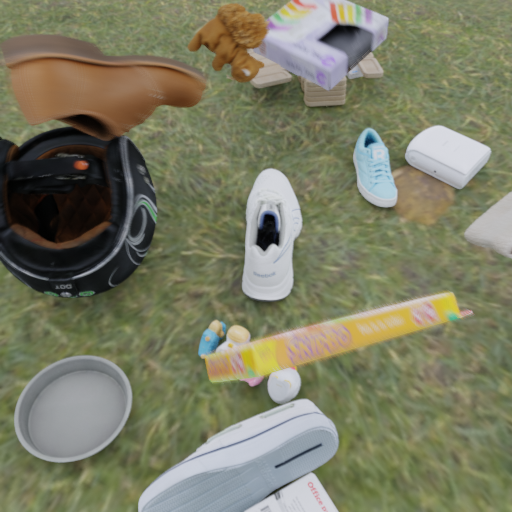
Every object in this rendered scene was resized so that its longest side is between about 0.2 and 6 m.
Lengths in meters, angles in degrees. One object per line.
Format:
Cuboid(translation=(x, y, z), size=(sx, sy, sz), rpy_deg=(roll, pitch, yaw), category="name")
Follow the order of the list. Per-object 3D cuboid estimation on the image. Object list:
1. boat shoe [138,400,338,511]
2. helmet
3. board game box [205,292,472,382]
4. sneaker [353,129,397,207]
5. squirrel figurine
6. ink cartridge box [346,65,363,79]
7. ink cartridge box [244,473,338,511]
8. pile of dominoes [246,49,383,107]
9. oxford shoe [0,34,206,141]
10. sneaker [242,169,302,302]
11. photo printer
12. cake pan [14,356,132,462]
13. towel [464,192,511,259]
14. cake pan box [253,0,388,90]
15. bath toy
Cuboid(translation=(-0.237, 2.691, 7.246), size=(2.626, 0.966, 0.877), rpy_deg=(-18, 20, -9), category="boat shoe")
Cuboid(translation=(-2.884, -0.765, 8.922), size=(2.844, 2.712, 2.844), rpy_deg=(0, 91, -8), category="helmet")
Cuboid(translation=(0.831, 0.775, 5.473), size=(2.452, 1.172, 0.368), rpy_deg=(-7, 79, -26), category="board game box")
Cuboid(translation=(2.342, -1.804, 11.132), size=(0.706, 0.782, 1.909), rpy_deg=(-9, 49, -6), category="sneaker")
Cuboid(translation=(-0.301, -3.397, 9.032), size=(1.070, 1.147, 0.812), rpy_deg=(49, 40, -2), category="squirrel figurine")
Cuboid(translation=(2.539, -4.749, 14.132), size=(0.720, 0.161, 0.634), rpy_deg=(-16, 52, -14), category="ink cartridge box")
Cuboid(translation=(0.426, 3.328, 6.832), size=(1.115, 0.470, 0.814), rpy_deg=(-22, 52, -18), category="ink cartridge box")
Cuboid(translation=(1.274, -5.004, 14.328), size=(3.122, 0.638, 4.006), rpy_deg=(-4, 41, -3), category="pile of dominoes")
Cuboid(translation=(-1.942, -2.232, 7.967), size=(1.191, 1.191, 3.340), rpy_deg=(-3, 8, 38), category="oxford shoe")
Cuboid(translation=(0.309, -0.611, 9.783), size=(1.073, 1.254, 2.879), rpy_deg=(0, 48, 1), category="sneaker")
Cuboid(translation=(3.907, -2.099, 11.572), size=(1.443, 0.501, 1.201), rpy_deg=(35, 57, 26), category="photo printer")
Cuboid(translation=(-2.558, 2.181, 7.956), size=(1.612, 0.296, 1.612), rpy_deg=(0, 49, 0), category="cake pan")
Cuboid(translation=(3.814, -0.739, 7.467), size=(1.970, 0.340, 1.306), rpy_deg=(-41, 11, 4), category="towel")
Cuboid(translation=(1.266, -4.287, 10.959), size=(2.060, 0.539, 1.897), rpy_deg=(37, 70, 25), category="cake pan box")
Cuboid(translation=(-0.027, 1.553, 8.347), size=(1.652, 0.718, 0.611), rpy_deg=(28, 15, 23), category="bath toy")
